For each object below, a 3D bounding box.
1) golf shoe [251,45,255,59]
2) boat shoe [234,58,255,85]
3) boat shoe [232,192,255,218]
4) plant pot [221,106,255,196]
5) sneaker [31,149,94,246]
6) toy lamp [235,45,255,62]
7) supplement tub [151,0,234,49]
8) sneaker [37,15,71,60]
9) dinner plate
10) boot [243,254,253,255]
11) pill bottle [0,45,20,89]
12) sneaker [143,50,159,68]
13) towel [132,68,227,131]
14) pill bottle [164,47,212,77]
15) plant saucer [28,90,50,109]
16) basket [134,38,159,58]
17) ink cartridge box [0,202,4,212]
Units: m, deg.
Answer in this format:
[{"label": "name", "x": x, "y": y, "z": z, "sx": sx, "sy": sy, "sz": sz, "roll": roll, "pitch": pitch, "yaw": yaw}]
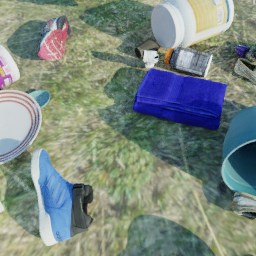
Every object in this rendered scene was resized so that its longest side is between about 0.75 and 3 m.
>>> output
[{"label": "golf shoe", "x": 5.762, "y": -2.726, "z": 10.528, "sx": 2.328, "sy": 0.905, "sz": 1.100, "roll": -12, "pitch": 43, "yaw": -24}, {"label": "boat shoe", "x": 4.800, "y": -2.039, "z": 10.390, "sx": 1.723, "sy": 0.560, "sz": 0.622, "roll": 37, "pitch": 60, "yaw": 25}, {"label": "boat shoe", "x": 3.475, "y": 2.162, "z": 7.108, "sx": 1.601, "sy": 0.598, "sz": 0.548, "roll": 14, "pitch": 56, "yaw": 22}, {"label": "plant pot", "x": 3.565, "y": 0.490, "z": 7.608, "sx": 2.094, "sy": 2.094, "sz": 1.967, "roll": 9, "pitch": 37, "yaw": 7}, {"label": "sneaker", "x": -1.634, "y": 1.551, "z": 7.264, "sx": 1.412, "sy": 0.974, "sz": 2.538, "roll": -16, "pitch": 57, "yaw": -5}, {"label": "toy lamp", "x": 5.001, "y": -2.669, "z": 10.938, "sx": 0.533, "sy": 0.533, "sz": 1.833, "roll": -32, "pitch": 60, "yaw": -23}, {"label": "supplement tub", "x": 2.572, "y": -4.476, "z": 11.369, "sx": 2.815, "sy": 2.037, "sz": 2.037, "roll": -25, "pitch": 56, "yaw": -18}, {"label": "sneaker", "x": -3.110, "y": -3.599, "z": 11.415, "sx": 1.001, "sy": 1.081, "sz": 2.681, "roll": -7, "pitch": 43, "yaw": 14}, {"label": "dinner plate", "x": -4.035, "y": -0.027, "z": 8.784, "sx": 2.755, "sy": 0.334, "sz": 2.755, "roll": -2, "pitch": 59, "yaw": 3}, {"label": "boot", "x": 2.083, "y": 3.922, "z": 5.395, "sx": 2.534, "sy": 0.953, "sz": 1.894, "roll": -33, "pitch": 51, "yaw": -11}, {"label": "pill bottle", "x": -5.189, "y": -1.748, "z": 9.621, "sx": 2.497, "sy": 1.402, "sz": 1.402, "roll": -37, "pitch": 60, "yaw": -25}, {"label": "sneaker", "x": 0.885, "y": -2.536, "z": 10.443, "sx": 0.558, "sy": 1.281, "sz": 0.477, "roll": 0, "pitch": 88, "yaw": 12}, {"label": "towel", "x": 1.815, "y": -1.131, "z": 9.565, "sx": 2.924, "sy": 0.724, "sz": 2.159, "roll": 15, "pitch": 54, "yaw": 11}, {"label": "pill bottle", "x": 2.242, "y": -2.542, "z": 10.583, "sx": 1.660, "sy": 0.882, "sz": 0.882, "roll": 19, "pitch": 54, "yaw": 14}, {"label": "plant saucer", "x": -3.149, "y": -0.912, "z": 9.656, "sx": 1.039, "sy": 0.187, "sz": 1.039, "roll": -7, "pitch": 46, "yaw": 7}, {"label": "basket", "x": 0.706, "y": -3.214, "z": 11.355, "sx": 0.802, "sy": 0.546, "sz": 0.723, "roll": -32, "pitch": 52, "yaw": -19}, {"label": "ink cartridge box", "x": -4.278, "y": 1.659, "z": 7.414, "sx": 1.111, "sy": 0.654, "sz": 1.929, "roll": -33, "pitch": 59, "yaw": -23}]
